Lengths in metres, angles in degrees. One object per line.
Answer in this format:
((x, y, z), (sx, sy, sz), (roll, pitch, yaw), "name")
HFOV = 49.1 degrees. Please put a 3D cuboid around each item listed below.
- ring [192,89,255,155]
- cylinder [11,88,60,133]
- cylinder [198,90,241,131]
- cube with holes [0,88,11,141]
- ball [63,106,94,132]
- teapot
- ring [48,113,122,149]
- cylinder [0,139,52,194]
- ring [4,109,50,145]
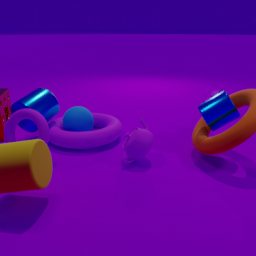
((2.281, -0.159, 6.384), (1.931, 0.386, 1.931), (-41, 14, 12), "ring")
((-2.402, -0.472, 7.298), (0.882, 0.882, 0.882), (10, 36, 25), "cylinder")
((2.078, -0.386, 6.412), (0.702, 0.702, 0.702), (-32, 12, 19), "cylinder")
((-3.957, -0.371, 7.716), (1.187, 1.187, 1.187), (-3, 21, -9), "cube with holes")
((-1.367, -0.173, 7.695), (0.842, 0.842, 0.842), (0, 20, 0), "ball")
((0.200, 0.286, 6.342), (0.761, 0.599, 1.224), (-24, 33, 58), "teapot")
((-1.198, 0.029, 7.691), (2.092, 0.418, 2.092), (-1, 19, 0), "ring")
((-1.839, 0.652, 4.747), (0.839, 0.839, 0.839), (-7, 20, 7), "cylinder")
((-2.225, 0.129, 6.141), (1.111, 1.111, 0.222), (6, 2, 17), "ring")
